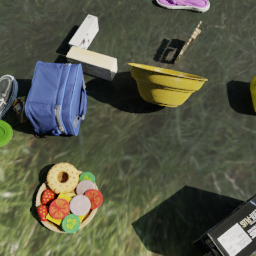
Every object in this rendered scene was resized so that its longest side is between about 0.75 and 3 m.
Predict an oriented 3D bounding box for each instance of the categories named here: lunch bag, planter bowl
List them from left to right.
[{"bbox_3d":[-2.294,-0.943,9.659,1.712,1.758,2.588,2,62,1],"label":"lunch bag"},{"bbox_3d":[1.266,-1.453,9.918,2.809,2.809,1.170,13,106,7],"label":"planter bowl"}]

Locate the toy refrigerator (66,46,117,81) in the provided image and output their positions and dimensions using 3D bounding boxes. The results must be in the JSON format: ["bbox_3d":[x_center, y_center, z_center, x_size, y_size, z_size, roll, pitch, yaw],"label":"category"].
[{"bbox_3d":[-1.414,-2.585,11.146,1.893,0.719,0.662,19,63,11],"label":"toy refrigerator"}]

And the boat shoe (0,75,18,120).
[{"bbox_3d":[-4.949,-0.978,10.155,1.000,0.925,2.708,18,63,10],"label":"boat shoe"}]

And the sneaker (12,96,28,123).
[{"bbox_3d":[-3.984,-0.640,10.307,0.514,0.428,1.141,-11,56,4],"label":"sneaker"}]

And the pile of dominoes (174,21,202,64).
[{"bbox_3d":[2.486,-3.391,11.272,0.249,1.219,1.564,31,69,-2],"label":"pile of dominoes"}]

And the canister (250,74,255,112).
[{"bbox_3d":[5.790,-1.237,10.329,2.072,0.897,1.539,3,62,0],"label":"canister"}]

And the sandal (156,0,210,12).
[{"bbox_3d":[2.589,-6.049,13.075,2.484,0.610,1.011,10,62,5],"label":"sandal"}]

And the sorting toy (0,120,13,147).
[{"bbox_3d":[-4.896,0.663,9.446,1.264,0.864,2.104,32,53,0],"label":"sorting toy"}]

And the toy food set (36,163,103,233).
[{"bbox_3d":[-1.845,2.186,8.693,2.010,0.494,2.031,22,63,11],"label":"toy food set"}]

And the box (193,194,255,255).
[{"bbox_3d":[3.074,2.767,7.621,2.239,1.834,0.964,-30,66,-16],"label":"box"}]

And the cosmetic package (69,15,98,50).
[{"bbox_3d":[-1.828,-3.864,11.832,0.458,0.747,1.810,21,64,8],"label":"cosmetic package"}]
